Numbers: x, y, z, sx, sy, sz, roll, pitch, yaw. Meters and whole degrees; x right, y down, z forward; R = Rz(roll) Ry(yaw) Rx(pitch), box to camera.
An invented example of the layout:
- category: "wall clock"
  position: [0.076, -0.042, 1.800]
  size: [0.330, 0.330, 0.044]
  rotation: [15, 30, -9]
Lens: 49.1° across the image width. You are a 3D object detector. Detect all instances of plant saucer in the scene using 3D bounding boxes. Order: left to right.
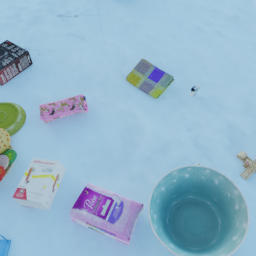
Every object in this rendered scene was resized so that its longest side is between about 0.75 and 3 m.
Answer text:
- category: "plant saucer"
  position: [-5.089, -0.384, 11.194]
  size: [1.931, 0.300, 1.931]
  rotation: [0, 53, -1]

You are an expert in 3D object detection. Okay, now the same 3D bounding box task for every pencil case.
- category: "pencil case"
  position: [-2.568, -0.770, 11.188]
  size: [1.922, 0.831, 0.796]
  rotation: [-15, 87, -11]

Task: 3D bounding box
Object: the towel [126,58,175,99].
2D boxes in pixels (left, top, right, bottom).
- category: "towel"
  position: [0.941, -2.202, 12.376]
  size: [1.882, 0.214, 1.352]
  rotation: [38, 80, 23]

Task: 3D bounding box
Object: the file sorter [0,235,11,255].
- category: "file sorter"
  position: [-4.234, 3.546, 7.868]
  size: [1.403, 0.861, 0.974]
  rotation: [0, 54, 0]

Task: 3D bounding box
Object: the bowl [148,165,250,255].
- category: "bowl"
  position: [1.965, 2.580, 8.143]
  size: [2.696, 1.410, 2.696]
  rotation: [-4, 55, 6]

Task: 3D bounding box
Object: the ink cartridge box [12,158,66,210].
- category: "ink cartridge box"
  position: [-2.887, 1.805, 9.226]
  size: [1.097, 0.630, 1.511]
  rotation: [4, 52, 17]

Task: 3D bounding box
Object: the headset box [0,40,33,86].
- category: "headset box"
  position: [-5.742, -2.960, 12.823]
  size: [1.560, 0.787, 2.099]
  rotation: [29, 58, 20]

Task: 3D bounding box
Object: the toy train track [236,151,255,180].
- category: "toy train track"
  position: [4.844, 1.582, 9.656]
  size: [1.352, 0.383, 2.357]
  rotation: [-35, 61, -23]

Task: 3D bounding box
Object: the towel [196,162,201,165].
- category: "towel"
  position: [2.586, 2.035, 9.428]
  size: [1.253, 0.192, 1.643]
  rotation: [-34, 60, -24]

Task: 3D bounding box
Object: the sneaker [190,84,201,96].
- category: "sneaker"
  position: [2.747, -1.581, 11.719]
  size: [0.337, 0.929, 0.334]
  rotation: [-4, 76, -5]

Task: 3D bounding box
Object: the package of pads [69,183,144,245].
- category: "package of pads"
  position: [-0.637, 2.601, 8.637]
  size: [2.028, 0.767, 1.222]
  rotation: [19, 53, 14]

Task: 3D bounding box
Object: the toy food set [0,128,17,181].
- category: "toy food set"
  position: [-5.164, 1.161, 9.775]
  size: [2.441, 0.594, 2.417]
  rotation: [-21, 54, -18]
